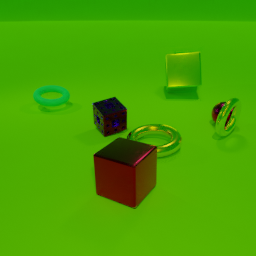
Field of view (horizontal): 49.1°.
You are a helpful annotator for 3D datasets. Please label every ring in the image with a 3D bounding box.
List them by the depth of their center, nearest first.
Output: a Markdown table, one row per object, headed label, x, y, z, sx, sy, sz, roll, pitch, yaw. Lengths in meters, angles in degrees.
| label | x | y | z | sx | sy | sz | roll | pitch | yaw |
| --- | --- | --- | --- | --- | --- | --- | --- | --- | --- |
| ring | 0.694 | 0.314 | 7.516 | 1.499 | 0.300 | 1.499 | -4 | 28 | 2 |
| ring | 2.839 | -0.296 | 7.895 | 0.232 | 1.159 | 1.159 | 28 | 35 | 36 |
| ring | -2.818 | -1.200 | 10.359 | 1.322 | 0.264 | 1.322 | 5 | 35 | -4 |

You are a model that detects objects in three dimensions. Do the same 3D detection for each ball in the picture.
| label | x | y | z | sx | sy | sz | roll | pitch | yaw |
| --- | --- | --- | --- | --- | --- | --- | --- | --- | --- |
| ball | 3.027 | -0.437 | 8.799 | 0.786 | 0.786 | 0.786 | 0 | 23 | 0 |

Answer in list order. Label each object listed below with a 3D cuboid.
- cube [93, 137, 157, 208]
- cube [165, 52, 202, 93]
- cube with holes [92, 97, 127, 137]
| label | x | y | z | sx | sy | sz | roll | pitch | yaw |
| --- | --- | --- | --- | --- | --- | --- | --- | --- | --- |
| cube | -0.031 | 0.847 | 5.610 | 0.933 | 0.933 | 0.933 | 12 | 26 | 29 |
| cube | 2.274 | -2.271 | 11.662 | 1.360 | 1.360 | 1.360 | -2 | -2 | 7 |
| cube with holes | -0.538 | -0.345 | 8.316 | 0.757 | 0.757 | 0.757 | -19 | 42 | -23 |
